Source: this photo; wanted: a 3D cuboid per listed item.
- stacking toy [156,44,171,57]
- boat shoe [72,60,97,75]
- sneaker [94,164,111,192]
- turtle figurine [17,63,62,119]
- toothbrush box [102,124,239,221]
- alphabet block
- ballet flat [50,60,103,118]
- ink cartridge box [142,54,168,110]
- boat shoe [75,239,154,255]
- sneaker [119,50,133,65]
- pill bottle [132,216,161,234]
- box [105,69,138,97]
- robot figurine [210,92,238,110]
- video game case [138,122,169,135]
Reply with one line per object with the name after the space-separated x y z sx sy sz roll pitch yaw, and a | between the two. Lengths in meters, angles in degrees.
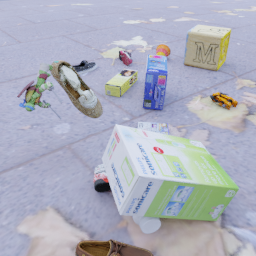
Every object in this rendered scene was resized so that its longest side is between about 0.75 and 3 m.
2.021 -4.475 17.223 0.960 0.960 1.314 13 51 19 | stacking toy
-2.505 -3.483 15.738 1.876 0.621 0.656 -28 43 -36 | boat shoe
-0.204 1.387 8.398 1.667 0.557 0.893 -6 36 -4 | sneaker
-1.972 -0.889 6.900 1.246 0.896 1.208 0 67 10 | turtle figurine
0.996 1.161 7.270 2.864 1.233 2.086 11 28 -24 | toothbrush box
4.631 -4.737 16.373 2.063 2.025 2.015 18 39 25 | alphabet block
-1.551 -1.178 8.749 0.794 2.251 0.735 -49 17 -18 | ballet flat
1.189 -1.971 12.405 0.973 1.740 2.550 6 34 4 | ink cartridge box
-0.301 2.823 6.171 1.795 0.606 0.646 3 33 5 | boat shoe
-0.054 -4.338 16.982 0.649 0.701 1.739 -8 34 -16 | sneaker
0.393 2.059 7.254 0.697 0.697 1.244 -9 34 -14 | pill bottle
-0.292 -2.301 14.006 0.844 0.562 2.242 12 36 19 | box
4.265 -1.253 12.606 0.868 0.349 1.198 -20 39 -27 | robot figurine
0.926 0.242 10.378 1.162 0.291 1.282 2 33 4 | video game case
